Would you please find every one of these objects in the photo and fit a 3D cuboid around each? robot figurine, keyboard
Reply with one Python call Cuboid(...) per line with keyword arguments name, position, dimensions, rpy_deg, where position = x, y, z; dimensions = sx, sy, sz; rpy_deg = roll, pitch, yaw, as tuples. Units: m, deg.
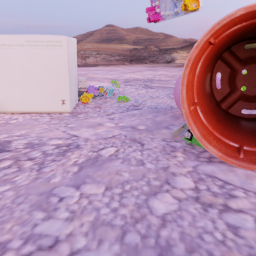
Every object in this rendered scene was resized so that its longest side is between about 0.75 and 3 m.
Cuboid(name="robot figurine", position=(4.802, -1.867, 12.919), dimensions=(1.925, 1.269, 2.194), rpy_deg=(-26, 19, -3))
Cuboid(name="keyboard", position=(1.439, -0.025, 7.186), dimensions=(0.275, 0.052, 0.975), rpy_deg=(6, -28, -25))

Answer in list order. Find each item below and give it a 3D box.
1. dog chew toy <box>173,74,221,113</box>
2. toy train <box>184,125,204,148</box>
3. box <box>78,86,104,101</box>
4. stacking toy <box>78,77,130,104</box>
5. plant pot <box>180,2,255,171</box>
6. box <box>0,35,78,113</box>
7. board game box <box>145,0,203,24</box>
Cuboid(name="dog chew toy", position=(2.422, -1.253, 10.073), dimensions=(1.714, 1.714, 2.752), rpy_deg=(1, 7, 3))
Cuboid(name="toy train", position=(2.426, -0.015, 7.453), dimensions=(0.745, 0.551, 2.642), rpy_deg=(26, 28, 38))
Cuboid(name="box", position=(-2.812, -1.824, 14.286), dimensions=(2.661, 0.501, 1.817), rpy_deg=(6, 16, 23))
Cuboid(name="stacking toy", position=(-1.217, -1.695, 13.140), dimensions=(2.291, 0.538, 1.728), rpy_deg=(1, 34, -22))
Cuboid(name="plant pot", position=(2.879, -0.975, 6.188), dimensions=(2.997, 2.997, 2.915), rpy_deg=(5, 15, 19))
Cuboid(name="box", position=(-3.488, -2.149, 10.962), dimensions=(2.797, 2.811, 2.408), rpy_deg=(0, 17, -3))
Cuboid(name="board game box", position=(0.578, -2.623, 4.548), dimensions=(0.209, 1.618, 1.618), rpy_deg=(-17, 18, -17))
